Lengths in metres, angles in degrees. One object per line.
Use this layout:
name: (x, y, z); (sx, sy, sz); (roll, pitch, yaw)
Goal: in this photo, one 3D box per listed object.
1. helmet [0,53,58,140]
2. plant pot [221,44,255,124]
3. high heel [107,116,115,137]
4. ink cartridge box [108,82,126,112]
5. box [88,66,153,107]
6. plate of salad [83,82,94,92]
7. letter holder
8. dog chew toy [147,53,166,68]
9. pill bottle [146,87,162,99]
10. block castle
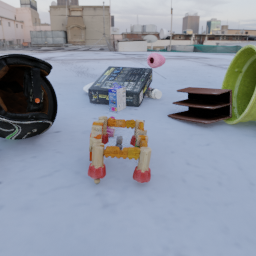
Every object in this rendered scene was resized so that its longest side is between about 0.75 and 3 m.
helmet: (-3.220, -0.825, 8.071); (2.567, 2.567, 2.448); (-10, -5, -26)
plant pot: (4.917, -1.248, 9.641); (2.488, 2.707, 2.707); (10, 18, -5)
high heel: (-0.734, -0.077, 9.003); (0.608, 0.427, 1.267); (9, 31, -7)
ink cartridge box: (-0.432, -1.289, 11.463); (0.425, 1.115, 0.760); (9, 21, 25)
box: (-0.255, -2.059, 13.302); (2.361, 0.764, 2.994); (6, 33, 13)
plate of salad: (-1.364, -2.060, 14.628); (1.933, 0.464, 1.933); (-4, 27, 2)
letter holder: (2.479, -0.852, 10.102); (1.413, 1.000, 1.988); (-15, 18, -32)
dog chew toy: (1.287, -2.958, 12.271); (0.655, 0.655, 1.052); (13, 19, 33)
pill bottle: (1.231, -1.679, 13.591); (0.491, 0.491, 0.843); (-12, 22, -31)
block castle: (-0.205, 0.505, 6.529); (1.362, 0.956, 2.038); (5, 22, -4)
